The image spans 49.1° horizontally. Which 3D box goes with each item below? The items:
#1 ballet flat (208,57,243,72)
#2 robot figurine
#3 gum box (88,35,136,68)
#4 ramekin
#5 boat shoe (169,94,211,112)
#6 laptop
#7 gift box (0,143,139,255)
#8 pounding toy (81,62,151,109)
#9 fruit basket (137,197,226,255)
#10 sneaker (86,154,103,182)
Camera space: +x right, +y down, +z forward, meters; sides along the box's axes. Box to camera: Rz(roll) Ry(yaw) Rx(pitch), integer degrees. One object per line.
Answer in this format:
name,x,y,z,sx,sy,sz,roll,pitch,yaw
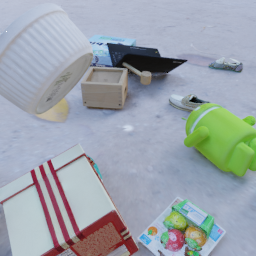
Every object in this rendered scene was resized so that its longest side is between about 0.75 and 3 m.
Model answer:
ballet flat,4.411,-2.901,12.603,1.514,0.545,0.545,15,37,21
robot figurine,2.450,0.222,7.404,2.003,1.321,2.283,-14,39,-26
gum box,-1.138,-3.805,13.791,2.350,0.616,2.766,12,38,16
ramekin,-1.397,-1.057,4.749,0.943,1.797,1.797,42,42,-3
boat shoe,2.168,-0.891,9.659,1.690,0.578,0.632,27,43,33
laptop,0.658,-3.196,11.739,2.543,1.482,2.870,2,48,-18
gift box,-1.074,1.664,5.028,1.823,1.975,1.845,-26,45,-13
pounding toy,-0.314,-1.553,10.199,2.282,1.044,2.005,4,35,6
fruit basket,1.039,2.047,5.442,1.304,0.611,1.208,-31,45,-32
sneaker,-1.488,1.034,6.744,1.732,0.724,1.046,2,39,-11
